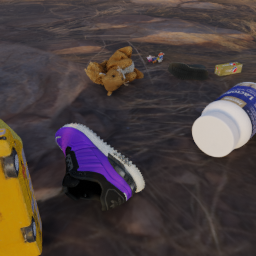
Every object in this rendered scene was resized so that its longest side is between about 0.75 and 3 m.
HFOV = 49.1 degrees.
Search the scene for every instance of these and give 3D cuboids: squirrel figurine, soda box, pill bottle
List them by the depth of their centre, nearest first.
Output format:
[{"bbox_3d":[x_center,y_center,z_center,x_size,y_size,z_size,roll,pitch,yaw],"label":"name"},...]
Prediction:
[{"bbox_3d":[3.131,-0.281,8.366,1.523,1.523,2.631,26,41,34],"label":"pill bottle"},{"bbox_3d":[-0.693,-2.221,11.815,2.166,1.533,2.021,0,40,27],"label":"squirrel figurine"},{"bbox_3d":[4.797,-2.826,13.378,1.275,0.408,0.432,-14,34,-19],"label":"soda box"}]

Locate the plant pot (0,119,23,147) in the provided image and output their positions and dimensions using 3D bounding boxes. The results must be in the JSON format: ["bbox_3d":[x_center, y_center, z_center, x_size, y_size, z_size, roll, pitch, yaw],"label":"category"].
[{"bbox_3d":[-3.588,0.645,6.229,1.984,2.795,2.795,18,19,-36],"label":"plant pot"}]

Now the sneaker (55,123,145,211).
[{"bbox_3d":[-1.127,0.926,6.775,2.915,1.013,1.450,30,51,33],"label":"sneaker"}]

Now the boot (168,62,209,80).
[{"bbox_3d":[2.804,-2.757,13.148,1.824,0.707,1.262,17,30,2],"label":"boot"}]

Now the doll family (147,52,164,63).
[{"bbox_3d":[1.490,-3.658,14.784,0.965,0.435,0.599,-12,37,15],"label":"doll family"}]

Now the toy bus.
[{"bbox_3d":[-2.150,1.191,4.825,0.924,2.840,1.112,-7,33,-11],"label":"toy bus"}]
